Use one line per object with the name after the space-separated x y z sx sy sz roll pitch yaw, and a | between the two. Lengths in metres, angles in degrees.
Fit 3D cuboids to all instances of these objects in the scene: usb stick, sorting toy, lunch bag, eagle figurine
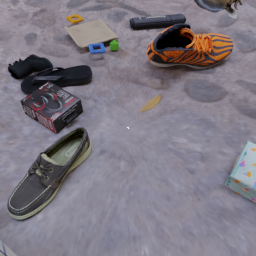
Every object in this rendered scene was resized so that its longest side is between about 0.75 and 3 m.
1.163 -4.160 10.889 2.169 0.354 0.601 -8 50 -6 | usb stick
-1.341 -3.388 10.227 1.577 0.382 2.801 -20 52 -22 | sorting toy
2.902 0.960 6.202 1.050 0.752 1.233 27 60 22 | lunch bag
3.027 -4.214 9.164 1.423 1.079 1.074 19 81 48 | eagle figurine

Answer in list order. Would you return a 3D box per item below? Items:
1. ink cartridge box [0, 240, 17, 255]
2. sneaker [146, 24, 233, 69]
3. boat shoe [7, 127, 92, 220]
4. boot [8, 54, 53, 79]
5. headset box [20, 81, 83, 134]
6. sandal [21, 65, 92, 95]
-2.582 2.328 4.011 1.629 2.242 0.981 -17 51 -14 | ink cartridge box
2.034 -2.443 8.419 2.824 1.582 1.096 -10 89 -6 | sneaker
-1.742 0.864 6.234 0.874 0.804 2.446 28 55 22 | boat shoe
-3.108 -1.889 8.856 1.238 0.458 1.014 26 51 30 | boot
-2.008 -0.557 7.644 1.421 0.533 1.056 30 55 23 | headset box
-2.197 -1.593 8.512 2.184 0.468 0.830 -17 53 -8 | sandal
